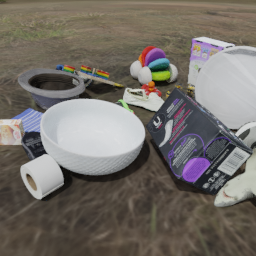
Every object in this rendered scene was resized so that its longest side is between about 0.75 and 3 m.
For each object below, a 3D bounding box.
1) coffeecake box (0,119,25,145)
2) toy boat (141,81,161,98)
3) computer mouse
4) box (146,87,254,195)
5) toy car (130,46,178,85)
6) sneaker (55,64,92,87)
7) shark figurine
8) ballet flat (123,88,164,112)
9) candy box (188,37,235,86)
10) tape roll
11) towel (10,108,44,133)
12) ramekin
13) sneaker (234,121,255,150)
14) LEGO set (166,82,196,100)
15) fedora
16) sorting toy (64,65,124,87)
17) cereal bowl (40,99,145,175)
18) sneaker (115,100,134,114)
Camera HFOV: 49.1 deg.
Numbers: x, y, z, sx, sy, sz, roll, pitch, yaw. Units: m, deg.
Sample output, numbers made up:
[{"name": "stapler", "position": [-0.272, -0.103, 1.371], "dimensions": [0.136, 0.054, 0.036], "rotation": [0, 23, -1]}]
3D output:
[{"name": "coffeecake box", "position": [-4.008, 0.146, 9.275], "dimensions": [1.031, 0.791, 0.377], "rotation": [-1, 31, -2]}, {"name": "toy boat", "position": [1.034, -1.751, 12.550], "dimensions": [0.713, 0.715, 1.093], "rotation": [-11, 32, -18]}, {"name": "computer mouse", "position": [-2.727, 0.792, 8.590], "dimensions": [1.246, 0.474, 1.800], "rotation": [-18, 45, -27]}, {"name": "box", "position": [1.821, 0.274, 7.828], "dimensions": [1.399, 1.613, 2.638], "rotation": [28, 19, -29]}, {"name": "toy car", "position": [1.298, -3.168, 13.976], "dimensions": [1.988, 1.704, 2.272], "rotation": [-11, 32, -19]}, {"name": "sneaker", "position": [-2.808, -2.396, 13.148], "dimensions": [1.105, 1.221, 2.867], "rotation": [24, 38, 34]}, {"name": "shark figurine", "position": [3.769, 1.588, 6.723], "dimensions": [2.883, 1.203, 1.723], "rotation": [11, 65, 33]}, {"name": "ballet flat", "position": [0.751, -1.190, 11.610], "dimensions": [2.204, 0.765, 0.765], "rotation": [17, 35, 26]}, {"name": "candy box", "position": [3.774, -2.897, 13.004], "dimensions": [0.792, 2.214, 1.857], "rotation": [-18, 35, -28]}, {"name": "tape roll", "position": [-2.218, 1.249, 7.242], "dimensions": [0.975, 0.975, 0.669], "rotation": [25, 39, 35]}, {"name": "towel", "position": [-3.503, -0.242, 10.507], "dimensions": [1.788, 0.213, 1.294], "rotation": [16, 35, 24]}, {"name": "ramekin", "position": [4.026, -1.493, 10.182], "dimensions": [2.923, 2.923, 1.361], "rotation": [15, 22, 24]}, {"name": "sneaker", "position": [4.152, 0.434, 8.230], "dimensions": [2.837, 1.048, 1.125], "rotation": [-10, 35, -19]}, {"name": "LEGO set", "position": [2.351, -1.529, 12.057], "dimensions": [1.109, 0.835, 1.442], "rotation": [-21, 37, -31]}, {"name": "fedora", "position": [-3.086, -1.479, 11.613], "dimensions": [2.645, 1.194, 2.339], "rotation": [8, 33, 1]}, {"name": "sorting toy", "position": [-1.410, -2.446, 12.857], "dimensions": [2.869, 0.485, 1.383], "rotation": [8, 13, -43]}, {"name": "cereal bowl", "position": [-1.052, 0.356, 8.248], "dimensions": [2.949, 1.228, 2.949], "rotation": [9, 34, -6]}, {"name": "sneaker", "position": [-0.177, -0.414, 10.519], "dimensions": [0.761, 0.697, 1.816], "rotation": [-27, 34, -7]}]
